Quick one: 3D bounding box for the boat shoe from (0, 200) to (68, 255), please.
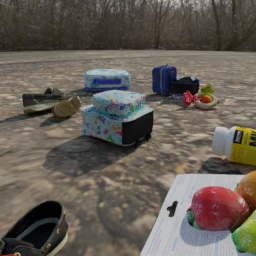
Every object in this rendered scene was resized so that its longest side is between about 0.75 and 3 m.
[{"bbox_3d":[-1.570,1.786,3.760,0.805,0.689,2.199,9,23,19],"label":"boat shoe"}]

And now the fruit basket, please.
[{"bbox_3d":[1.885,1.426,4.464,2.764,1.296,2.560,-9,15,24],"label":"fruit basket"}]

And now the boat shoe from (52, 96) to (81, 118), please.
[{"bbox_3d":[-2.517,-0.757,11.183,0.619,0.659,1.832,-24,10,22],"label":"boat shoe"}]

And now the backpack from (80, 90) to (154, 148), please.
[{"bbox_3d":[-0.437,-0.346,8.681,2.078,1.565,1.845,5,19,30],"label":"backpack"}]

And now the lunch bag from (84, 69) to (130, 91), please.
[{"bbox_3d":[-1.198,-2.716,15.910,2.586,1.066,2.079,-3,18,-8],"label":"lunch bag"}]

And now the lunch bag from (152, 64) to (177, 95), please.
[{"bbox_3d":[1.984,-2.565,14.691,1.076,1.584,1.048,-20,26,-39],"label":"lunch bag"}]

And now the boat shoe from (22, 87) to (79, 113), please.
[{"bbox_3d":[-3.243,-1.310,11.996,0.992,0.912,2.776,1,16,39],"label":"boat shoe"}]

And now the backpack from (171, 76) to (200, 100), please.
[{"bbox_3d":[2.947,-2.084,14.178,1.387,1.022,1.519,6,21,18],"label":"backpack"}]

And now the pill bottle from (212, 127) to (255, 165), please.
[{"bbox_3d":[3.029,0.458,7.139,1.606,0.918,0.918,9,21,24],"label":"pill bottle"}]

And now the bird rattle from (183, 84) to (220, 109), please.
[{"bbox_3d":[3.295,-1.318,12.442,1.620,0.912,1.321,-16,41,-30],"label":"bird rattle"}]
